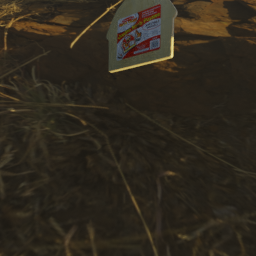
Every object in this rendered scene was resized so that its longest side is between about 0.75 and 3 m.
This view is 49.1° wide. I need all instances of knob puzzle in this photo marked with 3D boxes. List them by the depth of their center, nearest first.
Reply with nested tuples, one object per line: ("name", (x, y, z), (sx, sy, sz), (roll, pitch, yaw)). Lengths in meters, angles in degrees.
("knob puzzle", (0.393, -3.002, 8.313), (2.731, 2.731, 0.379), (41, 17, 35))
